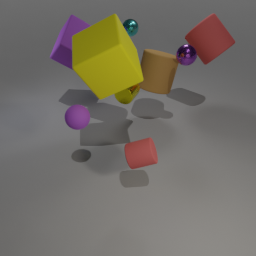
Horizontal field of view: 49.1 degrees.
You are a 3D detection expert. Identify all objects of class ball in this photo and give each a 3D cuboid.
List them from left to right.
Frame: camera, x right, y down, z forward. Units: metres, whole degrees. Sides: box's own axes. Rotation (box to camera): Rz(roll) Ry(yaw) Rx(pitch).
[{"bbox_3d":[-1.402,-0.299,7.769,0.700,0.700,0.700,0,31,0],"label":"ball"},{"bbox_3d":[0.095,-4.200,11.741,0.700,0.700,0.700,0,31,0],"label":"ball"},{"bbox_3d":[1.959,-2.444,9.390,0.700,0.700,0.700,0,31,0],"label":"ball"}]

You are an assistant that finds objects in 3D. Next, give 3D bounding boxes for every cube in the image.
[{"bbox_3d":[-2.035,-3.249,11.045,1.400,1.400,1.400,24,-20,-25],"label":"cube"},{"bbox_3d":[-0.566,-1.913,7.678,1.400,1.400,1.400,-22,51,16],"label":"cube"}]

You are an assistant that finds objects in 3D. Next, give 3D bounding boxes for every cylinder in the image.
[{"bbox_3d":[-0.027,-1.297,9.855,0.700,0.700,0.700,13,40,21],"label":"cylinder"},{"bbox_3d":[0.349,0.664,7.310,0.700,0.700,0.700,-16,29,14],"label":"cylinder"},{"bbox_3d":[1.133,-2.189,10.844,1.400,1.400,1.400,12,22,-5],"label":"cylinder"},{"bbox_3d":[3.193,-3.450,10.961,1.400,1.400,1.400,53,44,-2],"label":"cylinder"}]
